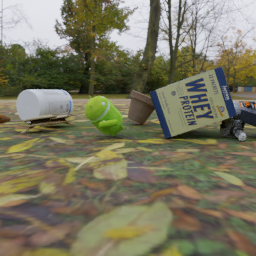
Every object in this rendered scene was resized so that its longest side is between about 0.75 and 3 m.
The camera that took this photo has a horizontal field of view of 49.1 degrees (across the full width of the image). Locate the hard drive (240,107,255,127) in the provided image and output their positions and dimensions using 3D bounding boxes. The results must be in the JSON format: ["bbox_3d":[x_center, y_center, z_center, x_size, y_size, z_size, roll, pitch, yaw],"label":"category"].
[{"bbox_3d":[4.550,-0.131,8.706,2.132,0.451,1.438,21,15,19],"label":"hard drive"}]

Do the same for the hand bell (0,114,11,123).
[{"bbox_3d":[-6.644,-0.583,12.628,2.521,1.313,1.313,10,3,-27],"label":"hand bell"}]

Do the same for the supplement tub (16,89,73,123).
[{"bbox_3d":[-3.905,-1.076,13.421,1.555,1.555,2.357,4,8,27],"label":"supplement tub"}]

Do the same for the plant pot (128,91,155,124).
[{"bbox_3d":[0.563,-0.848,12.328,1.375,1.199,1.375,24,5,-2],"label":"plant pot"}]

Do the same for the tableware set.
[{"bbox_3d":[-3.019,-0.184,10.794,1.739,0.527,2.630,-9,1,9],"label":"tableware set"}]

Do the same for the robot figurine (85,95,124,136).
[{"bbox_3d":[-0.750,-0.383,8.766,0.860,1.486,1.304,-33,38,13],"label":"robot figurine"}]

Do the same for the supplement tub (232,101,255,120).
[{"bbox_3d":[5.842,-0.862,14.054,1.576,0.966,0.966,-1,8,-5],"label":"supplement tub"}]

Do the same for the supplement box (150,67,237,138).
[{"bbox_3d":[2.097,-0.882,9.517,2.315,1.554,2.313,-19,5,9],"label":"supplement box"}]

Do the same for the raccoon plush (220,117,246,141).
[{"bbox_3d":[3.537,0.160,8.892,0.898,0.649,1.341,12,32,-19],"label":"raccoon plush"}]
